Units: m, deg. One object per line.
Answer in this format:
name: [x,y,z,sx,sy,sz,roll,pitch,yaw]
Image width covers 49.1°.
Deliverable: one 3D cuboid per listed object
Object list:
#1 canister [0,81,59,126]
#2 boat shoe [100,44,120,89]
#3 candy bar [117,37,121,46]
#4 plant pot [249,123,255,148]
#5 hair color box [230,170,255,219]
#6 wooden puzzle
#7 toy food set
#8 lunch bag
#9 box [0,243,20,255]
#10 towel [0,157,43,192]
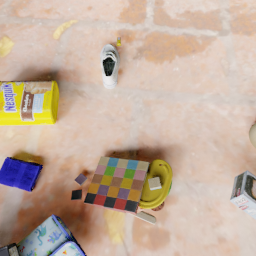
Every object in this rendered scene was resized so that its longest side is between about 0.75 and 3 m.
canister: [-3.901,-0.933,10.359,2.455,1.062,1.823,-1,60,-2]
boat shoe: [-0.708,-2.737,11.534,0.854,0.775,2.322,-6,60,-4]
candy bar: [-0.391,-3.742,12.103,0.207,0.092,0.831,-5,40,2]
plant pot: [5.118,0.001,9.555,1.401,1.496,1.401,0,60,-1]
hair color box: [4.021,2.233,8.295,1.912,0.580,0.946,35,49,-3]
wooden puzzle: [-0.364,1.768,8.969,2.915,0.205,1.729,5,55,21]
toy food set: [0.780,2.045,8.937,1.232,0.684,2.095,5,55,31]
lunch bag: [-2.098,3.526,7.821,1.420,1.064,1.670,-38,75,-13]
box: [-3.444,4.446,6.971,1.986,0.605,2.464,-22,80,1]
towel: [-3.648,1.506,9.357,1.336,0.331,0.986,12,60,7]
